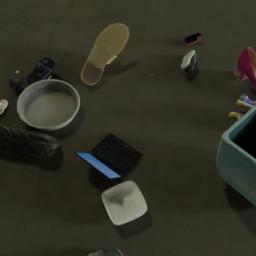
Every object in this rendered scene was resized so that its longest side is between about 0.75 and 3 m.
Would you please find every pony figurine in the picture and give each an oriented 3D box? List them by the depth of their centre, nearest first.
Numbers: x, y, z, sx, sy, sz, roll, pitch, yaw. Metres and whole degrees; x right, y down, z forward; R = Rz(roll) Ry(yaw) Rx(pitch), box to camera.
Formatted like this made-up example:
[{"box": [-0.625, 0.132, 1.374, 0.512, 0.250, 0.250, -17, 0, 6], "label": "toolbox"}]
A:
[{"box": [4.681, -0.609, 10.258, 1.470, 1.224, 1.419, 33, 93, 18], "label": "pony figurine"}]

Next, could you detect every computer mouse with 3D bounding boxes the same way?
[{"box": [-3.965, -2.158, 11.668, 1.431, 0.469, 2.038, 23, 69, 11], "label": "computer mouse"}]

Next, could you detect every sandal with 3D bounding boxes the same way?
[{"box": [-1.144, -3.152, 12.090, 1.136, 1.019, 3.099, 35, 76, -17], "label": "sandal"}]

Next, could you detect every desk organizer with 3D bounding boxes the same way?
[{"box": [3.049, -4.169, 13.171, 0.861, 0.332, 0.309, -24, 58, -16], "label": "desk organizer"}]

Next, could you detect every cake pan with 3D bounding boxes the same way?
[{"box": [-2.971, -0.846, 10.594, 2.292, 0.420, 2.292, 2, 58, -4], "label": "cake pan"}]

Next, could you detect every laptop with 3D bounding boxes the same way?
[{"box": [-0.590, 0.854, 9.205, 1.508, 0.879, 1.701, 33, 61, 21], "label": "laptop"}]

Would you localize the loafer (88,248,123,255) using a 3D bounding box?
[{"box": [-1.227, 3.818, 7.114, 2.480, 0.780, 0.891, -22, 57, -15], "label": "loafer"}]

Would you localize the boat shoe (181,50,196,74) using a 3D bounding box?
[{"box": [2.681, -2.872, 12.182, 0.445, 0.558, 1.476, 46, 49, -18], "label": "boat shoe"}]

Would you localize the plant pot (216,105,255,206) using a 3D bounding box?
[{"box": [4.044, 1.008, 8.109, 2.416, 2.468, 2.423, -36, 62, -24], "label": "plant pot"}]

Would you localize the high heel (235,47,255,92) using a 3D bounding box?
[{"box": [5.460, -1.961, 10.940, 0.950, 1.353, 2.820, -25, 58, -17], "label": "high heel"}]

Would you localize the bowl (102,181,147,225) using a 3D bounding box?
[{"box": [-0.107, 2.288, 8.443, 1.159, 0.433, 1.158, -21, 57, -13], "label": "bowl"}]

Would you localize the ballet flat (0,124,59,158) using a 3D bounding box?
[{"box": [-3.850, 0.462, 9.703, 2.943, 0.978, 0.836, 13, 11, 10], "label": "ballet flat"}]

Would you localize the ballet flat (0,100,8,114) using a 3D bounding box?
[{"box": [-5.071, -0.645, 10.553, 0.535, 0.452, 1.414, 18, 56, 14], "label": "ballet flat"}]
